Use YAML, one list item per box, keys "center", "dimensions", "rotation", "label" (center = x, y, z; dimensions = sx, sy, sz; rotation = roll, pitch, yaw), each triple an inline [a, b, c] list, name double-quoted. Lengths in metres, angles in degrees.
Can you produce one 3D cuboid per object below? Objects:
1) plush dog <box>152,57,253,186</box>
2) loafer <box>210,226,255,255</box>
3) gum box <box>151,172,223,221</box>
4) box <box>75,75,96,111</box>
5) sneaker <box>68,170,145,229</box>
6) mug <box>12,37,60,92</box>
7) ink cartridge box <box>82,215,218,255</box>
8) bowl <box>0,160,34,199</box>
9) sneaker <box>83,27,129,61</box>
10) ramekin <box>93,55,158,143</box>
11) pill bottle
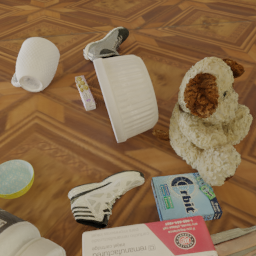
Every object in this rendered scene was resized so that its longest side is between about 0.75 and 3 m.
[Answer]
- center: [1.782, -0.471, 6.602]
  dimensions: [2.281, 2.442, 2.843]
  rotation: [19, 36, 22]
  label: "plush dog"
- center: [2.514, 2.178, 5.255]
  dimensions: [2.242, 0.806, 0.705]
  rotation: [-12, 60, -3]
  label: "loafer"
- center: [1.257, 1.538, 6.203]
  dimensions: [1.289, 0.287, 1.095]
  rotation: [-6, 42, -6]
  label: "gum box"
- center: [-1.415, -1.179, 9.191]
  dimensions: [0.336, 0.314, 1.623]
  rotation: [-15, 44, -11]
  label: "box"
- center: [-0.353, 1.594, 6.009]
  dimensions: [1.726, 0.651, 0.993]
  rotation: [-17, 53, -7]
  label: "sneaker"
- center: [-3.271, -1.975, 9.513]
  dimensions: [1.762, 1.301, 1.545]
  rotation: [-18, 51, 26]
  label: "mug"
- center: [0.473, 2.934, 3.950]
  dimensions: [2.128, 1.239, 2.921]
  rotation: [-6, 44, -6]
  label: "ink cartridge box"
- center: [-2.580, 1.250, 6.343]
  dimensions: [0.975, 0.525, 0.975]
  rotation: [1, 42, -1]
  label: "bowl"
- center: [-0.518, -3.106, 11.069]
  dimensions: [2.269, 0.851, 1.310]
  rotation: [-38, 59, -22]
  label: "sneaker"
- center: [-0.033, -0.806, 7.165]
  dimensions: [1.145, 2.182, 2.182]
  rotation: [-16, 44, -3]
  label: "ramekin"
- center: [-2.429, 2.087, 4.753]
  dimensions: [2.499, 1.413, 1.413]
  rotation: [18, 45, 18]
  label: "pill bottle"
